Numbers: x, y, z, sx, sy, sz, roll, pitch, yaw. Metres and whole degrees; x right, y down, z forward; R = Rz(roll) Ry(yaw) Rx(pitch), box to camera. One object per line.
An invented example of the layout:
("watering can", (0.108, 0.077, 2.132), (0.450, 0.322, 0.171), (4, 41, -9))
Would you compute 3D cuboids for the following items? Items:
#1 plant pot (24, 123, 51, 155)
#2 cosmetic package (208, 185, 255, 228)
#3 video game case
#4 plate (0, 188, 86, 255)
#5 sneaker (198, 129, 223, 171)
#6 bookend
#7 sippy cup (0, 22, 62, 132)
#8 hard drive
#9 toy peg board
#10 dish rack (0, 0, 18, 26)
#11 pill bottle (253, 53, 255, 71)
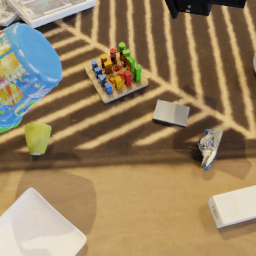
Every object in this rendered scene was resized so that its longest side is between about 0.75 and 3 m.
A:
("plant pot", (-2.595, 0.357, 8.042), (0.750, 0.750, 0.801), (-3, 74, -2))
("cosmetic package", (2.909, 1.990, 7.194), (1.476, 0.547, 0.751), (-10, 62, -8))
("video game case", (-3.187, -5.207, 10.854), (2.908, 0.340, 2.644), (-34, 71, -27))
("plate", (-2.418, 2.877, 6.813), (2.093, 0.338, 2.088), (35, 66, 18))
("sneaker", (2.264, 0.597, 8.029), (0.592, 0.536, 1.390), (16, 55, 20))
("bookend", (2.001, -3.307, 6.741), (2.080, 2.093, 0.964), (17, 96, 16))
("sippy cup", (-2.406, -1.103, 5.733), (1.790, 1.918, 2.443), (-28, 30, 20))
("hard drive", (1.353, -0.445, 8.726), (1.038, 0.171, 0.724), (14, 62, 8))
("toy peg board", (-0.416, -1.928, 9.180), (1.628, 0.800, 1.635), (-25, 64, -13))
("dish rack", (-5.084, -4.741, 10.913), (2.131, 0.464, 1.828), (19, 64, 10))
("pill bottle", (5.411, -2.397, 9.164), (2.200, 1.253, 1.253), (-23, 64, -12))
